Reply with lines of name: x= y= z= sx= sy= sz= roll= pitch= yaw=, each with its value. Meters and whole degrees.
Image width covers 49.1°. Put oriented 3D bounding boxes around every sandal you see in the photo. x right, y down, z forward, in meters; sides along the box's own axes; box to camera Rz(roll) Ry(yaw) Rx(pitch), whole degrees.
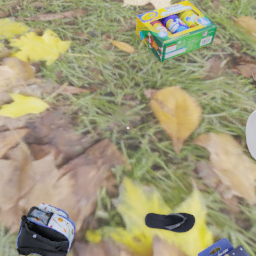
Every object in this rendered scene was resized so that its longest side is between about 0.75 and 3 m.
sandal: x=0.960 y=2.112 z=6.313 sx=1.162 sy=0.249 sz=0.442 roll=-1 pitch=54 yaw=-1

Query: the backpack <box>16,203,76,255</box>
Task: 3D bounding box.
backpack: x=-1.648 y=2.184 z=5.816 sx=1.078 sy=1.131 sz=0.872 roll=23 pitch=32 yaw=4

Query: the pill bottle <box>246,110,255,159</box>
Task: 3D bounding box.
pill bottle: x=4.425 y=0.129 z=7.065 sx=2.416 sy=1.362 sz=1.362 roll=-3 pitch=54 yaw=-2

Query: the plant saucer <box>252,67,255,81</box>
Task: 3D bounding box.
plant saucer: x=4.597 y=-1.607 z=9.014 sx=1.197 sy=0.219 sz=1.197 roll=-2 pitch=50 yaw=2

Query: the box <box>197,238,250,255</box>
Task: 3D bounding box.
box: x=2.232 y=3.020 z=5.398 sx=1.070 sy=0.286 sz=1.767 roll=-8 pitch=49 yaw=-37

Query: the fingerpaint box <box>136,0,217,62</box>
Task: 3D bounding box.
fingerpaint box: x=1.694 y=-3.554 z=10.091 sx=2.235 sy=0.820 sz=1.865 roll=-22 pitch=57 yaw=-15
